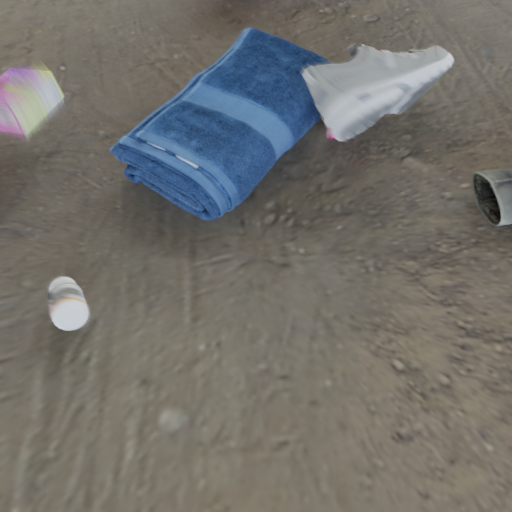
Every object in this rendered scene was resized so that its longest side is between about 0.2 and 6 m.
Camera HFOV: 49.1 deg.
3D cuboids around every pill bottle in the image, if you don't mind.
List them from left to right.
[{"bbox_3d":[-2.591,0.633,7.663,0.466,0.466,0.801,-21,32,-16],"label":"pill bottle"}]

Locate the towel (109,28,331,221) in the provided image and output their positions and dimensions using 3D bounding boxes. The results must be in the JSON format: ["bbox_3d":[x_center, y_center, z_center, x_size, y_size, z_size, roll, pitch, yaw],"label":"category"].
[{"bbox_3d":[-0.331,-2.462,9.857,2.314,1.006,4.145,29,57,20],"label":"towel"}]

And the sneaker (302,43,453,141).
[{"bbox_3d":[2.212,-3.228,9.709,3.402,1.271,1.395,-31,83,-39],"label":"sneaker"}]

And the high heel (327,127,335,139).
[{"bbox_3d":[1.830,-2.519,10.173,0.784,0.551,1.635,15,38,20],"label":"high heel"}]

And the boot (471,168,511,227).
[{"bbox_3d":[4.580,-1.367,9.272,2.104,0.763,1.913,-10,50,0],"label":"boot"}]

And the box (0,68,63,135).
[{"bbox_3d":[-4.030,-2.632,9.476,0.957,0.526,1.088,12,53,23],"label":"box"}]
